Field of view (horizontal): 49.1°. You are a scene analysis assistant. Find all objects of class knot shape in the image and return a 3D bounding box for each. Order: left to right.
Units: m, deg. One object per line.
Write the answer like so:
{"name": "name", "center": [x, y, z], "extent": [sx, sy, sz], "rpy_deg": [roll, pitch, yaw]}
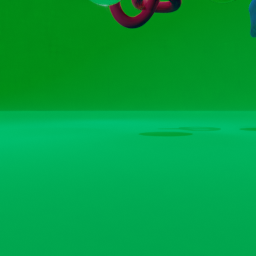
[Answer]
{"name": "knot shape", "center": [0.538, -3.501, 7.064], "extent": [1.934, 0.893, 1.809], "rpy_deg": [-14, -25, -22]}

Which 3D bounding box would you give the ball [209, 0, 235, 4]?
{"name": "ball", "center": [2.332, -3.714, 6.707], "extent": [1.344, 1.344, 1.344], "rpy_deg": [0, 4, 0]}

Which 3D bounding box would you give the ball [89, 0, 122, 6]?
{"name": "ball", "center": [-0.461, -3.050, 5.488], "extent": [1.203, 1.203, 1.203], "rpy_deg": [0, 4, 0]}

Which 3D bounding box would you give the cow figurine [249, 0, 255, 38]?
{"name": "cow figurine", "center": [3.783, -3.442, 7.717], "extent": [0.883, 1.608, 1.582], "rpy_deg": [1, -5, 17]}
